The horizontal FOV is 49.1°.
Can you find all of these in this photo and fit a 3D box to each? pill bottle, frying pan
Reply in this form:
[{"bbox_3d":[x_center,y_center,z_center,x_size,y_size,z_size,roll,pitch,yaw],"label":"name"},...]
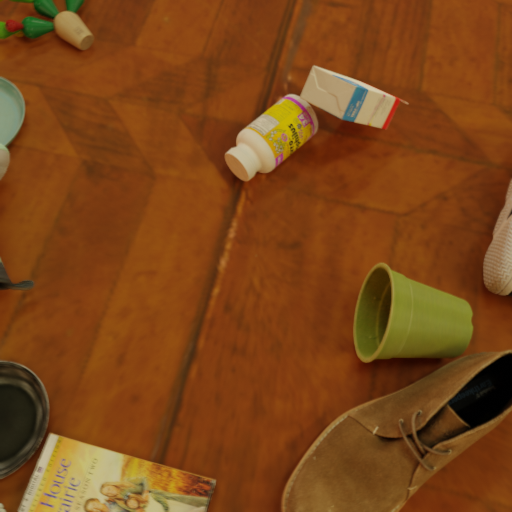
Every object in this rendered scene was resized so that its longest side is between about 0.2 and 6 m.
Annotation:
[{"bbox_3d":[0.230,-1.878,9.060,1.523,0.794,0.794,-42,72,-17],"label":"pill bottle"},{"bbox_3d":[-3.982,2.273,7.351,2.571,0.418,1.555,-11,65,-3],"label":"frying pan"}]

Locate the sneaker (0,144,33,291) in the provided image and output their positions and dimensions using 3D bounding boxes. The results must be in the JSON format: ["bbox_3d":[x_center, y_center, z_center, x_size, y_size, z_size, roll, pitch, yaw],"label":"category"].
[{"bbox_3d":[-4.008,-0.225,8.126,2.030,1.128,2.901,31,62,-2],"label":"sneaker"}]

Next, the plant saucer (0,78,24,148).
[{"bbox_3d":[-4.865,-2.302,9.554,1.888,0.259,1.888,0,66,0],"label":"plant saucer"}]

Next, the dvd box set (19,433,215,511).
[{"bbox_3d":[-1.792,3.292,6.912,2.233,0.328,1.634,14,65,6],"label":"dvd box set"}]

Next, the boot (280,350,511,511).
[{"bbox_3d":[1.835,2.229,6.861,3.608,1.362,1.328,-32,71,-13],"label":"boot"}]

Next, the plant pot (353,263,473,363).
[{"bbox_3d":[2.168,0.888,7.620,1.283,1.351,1.351,12,65,-7],"label":"plant pot"}]

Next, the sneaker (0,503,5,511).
[{"bbox_3d":[-4.027,3.319,6.635,1.845,0.823,0.725,-15,66,-6],"label":"sneaker"}]

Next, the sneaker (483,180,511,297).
[{"bbox_3d":[4.725,-0.614,8.278,1.865,1.236,3.277,24,73,10],"label":"sneaker"}]

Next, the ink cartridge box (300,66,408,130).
[{"bbox_3d":[1.593,-2.474,8.916,1.612,0.542,0.937,-3,34,-47],"label":"ink cartridge box"}]

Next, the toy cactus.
[{"bbox_3d":[-3.712,-4.556,10.286,1.795,1.112,2.175,42,63,7],"label":"toy cactus"}]
